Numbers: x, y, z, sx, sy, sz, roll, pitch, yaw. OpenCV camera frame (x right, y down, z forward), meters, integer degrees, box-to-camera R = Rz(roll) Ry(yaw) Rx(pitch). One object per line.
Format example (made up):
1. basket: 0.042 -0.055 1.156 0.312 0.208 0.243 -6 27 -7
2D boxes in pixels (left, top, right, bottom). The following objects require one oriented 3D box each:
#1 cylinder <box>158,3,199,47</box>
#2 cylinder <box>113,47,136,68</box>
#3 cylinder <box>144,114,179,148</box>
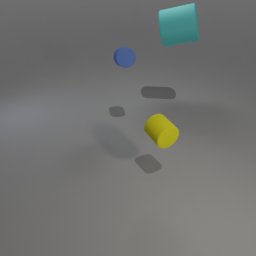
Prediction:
1. cylinder: 2.025 -4.054 11.103 1.400 1.400 1.400 -5 28 18
2. cylinder: -0.129 -2.506 9.921 0.700 0.700 0.700 -5 17 -9
3. cylinder: 0.908 0.081 7.659 0.700 0.700 0.700 -16 41 -24
